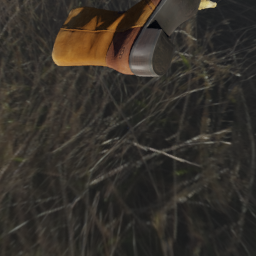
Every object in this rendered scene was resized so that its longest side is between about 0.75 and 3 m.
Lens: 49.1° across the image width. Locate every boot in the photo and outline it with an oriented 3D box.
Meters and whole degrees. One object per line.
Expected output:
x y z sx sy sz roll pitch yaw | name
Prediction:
-0.084 -2.311 5.759 2.792 0.956 2.628 17 85 38 | boot

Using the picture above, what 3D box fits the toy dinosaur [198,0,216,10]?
0.738 -2.728 7.170 2.796 0.814 1.414 -30 30 13 | toy dinosaur
